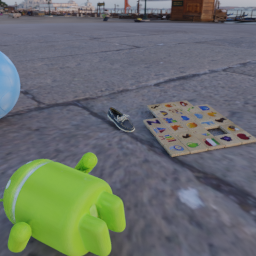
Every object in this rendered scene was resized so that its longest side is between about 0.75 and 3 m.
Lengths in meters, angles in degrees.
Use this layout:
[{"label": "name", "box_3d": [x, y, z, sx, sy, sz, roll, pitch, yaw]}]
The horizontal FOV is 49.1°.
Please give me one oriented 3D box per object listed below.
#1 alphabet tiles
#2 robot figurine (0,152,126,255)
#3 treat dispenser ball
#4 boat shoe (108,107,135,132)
[{"label": "alphabet tiles", "box_3d": [1.505, -0.134, 7.044, 2.122, 0.096, 2.538, -8, 29, -15]}, {"label": "robot figurine", "box_3d": [-0.875, 0.989, 3.630, 1.675, 0.969, 1.469, 15, 44, 26]}, {"label": "treat dispenser ball", "box_3d": [-3.721, -1.090, 6.925, 1.968, 1.968, 1.968, 0, 24, 0]}, {"label": "boat shoe", "box_3d": [-0.169, -0.226, 6.986, 0.330, 0.272, 0.881, -28, 54, -30]}]
